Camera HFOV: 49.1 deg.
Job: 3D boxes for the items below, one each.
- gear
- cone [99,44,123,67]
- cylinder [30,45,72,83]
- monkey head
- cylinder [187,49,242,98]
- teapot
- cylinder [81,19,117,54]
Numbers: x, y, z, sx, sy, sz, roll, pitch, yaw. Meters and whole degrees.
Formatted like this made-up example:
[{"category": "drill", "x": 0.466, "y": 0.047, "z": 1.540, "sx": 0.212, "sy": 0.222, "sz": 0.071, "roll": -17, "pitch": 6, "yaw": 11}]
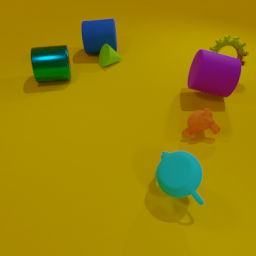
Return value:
[{"category": "gear", "x": 3.768, "y": -2.719, "z": 10.575, "sx": 1.443, "sy": 1.443, "sz": 0.267, "roll": 28, "pitch": 27, "yaw": 29}, {"category": "cone", "x": -0.583, "y": -2.930, "z": 11.574, "sx": 0.901, "sy": 0.897, "sz": 0.897, "roll": 2, "pitch": 35, "yaw": -33}, {"category": "cylinder", "x": -2.794, "y": -2.357, "z": 10.302, "sx": 1.270, "sy": 1.270, "sz": 1.270, "roll": -7, "pitch": 41, "yaw": -8}, {"category": "monkey head", "x": 2.185, "y": -0.111, "z": 8.148, "sx": 0.878, "sy": 0.735, "sz": 1.220, "roll": 50, "pitch": 53, "yaw": 2}, {"category": "cylinder", "x": 2.855, "y": -1.824, "z": 9.400, "sx": 1.344, "sy": 1.344, "sz": 1.344, "roll": 13, "pitch": 41, "yaw": -4}, {"category": "teapot", "x": 1.159, "y": 1.040, "z": 6.346, "sx": 1.039, "sy": 0.818, "sz": 1.671, "roll": -39, "pitch": 54, "yaw": 5}, {"category": "cylinder", "x": -1.193, "y": -3.899, "z": 11.957, "sx": 1.358, "sy": 1.358, "sz": 1.358, "roll": -4, "pitch": 40, "yaw": 2}]
